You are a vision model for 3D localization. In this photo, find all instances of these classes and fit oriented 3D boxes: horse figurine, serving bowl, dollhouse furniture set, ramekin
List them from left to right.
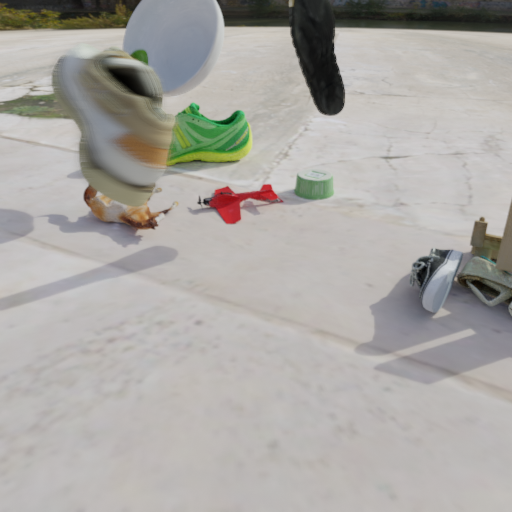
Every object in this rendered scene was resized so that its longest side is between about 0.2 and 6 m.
[{"bbox_3d":[-2.564,-1.008,10.962,2.145,0.535,1.422,17,37,15],"label":"horse figurine"},{"bbox_3d":[-1.632,-4.443,11.750,2.422,2.422,0.797,16,2,28],"label":"serving bowl"},{"bbox_3d":[1.272,-1.579,12.224,0.882,0.431,0.882,0,27,0],"label":"ramekin"},{"bbox_3d":[4.278,-0.534,8.550,1.716,1.470,1.805,13,11,23],"label":"dollhouse furniture set"}]

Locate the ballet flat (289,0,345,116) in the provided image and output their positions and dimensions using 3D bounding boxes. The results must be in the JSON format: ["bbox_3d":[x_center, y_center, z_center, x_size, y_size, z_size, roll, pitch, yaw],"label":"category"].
[{"bbox_3d":[0.979,-3.519,9.652,0.824,2.479,0.704,-28,42,-8],"label":"ballet flat"}]

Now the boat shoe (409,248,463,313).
[{"bbox_3d":[2.630,0.272,8.402,0.611,0.661,1.789,18,32,23],"label":"boat shoe"}]

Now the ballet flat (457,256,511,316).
[{"bbox_3d":[3.692,0.612,8.040,0.590,0.638,1.892,-39,34,-8],"label":"ballet flat"}]

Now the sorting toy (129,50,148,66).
[{"bbox_3d":[-2.610,-3.180,10.848,0.850,2.070,1.244,7,-19,-29],"label":"sorting toy"}]

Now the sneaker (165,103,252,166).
[{"bbox_3d":[-1.851,-3.089,14.007,3.500,1.463,1.296,-7,29,-12],"label":"sneaker"}]

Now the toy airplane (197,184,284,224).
[{"bbox_3d":[-0.308,-1.174,11.555,1.833,0.337,1.833,0,29,0],"label":"toy airplane"}]

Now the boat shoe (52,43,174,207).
[{"bbox_3d":[-1.563,-1.795,6.426,1.091,0.998,2.919,17,31,-42],"label":"boat shoe"}]
